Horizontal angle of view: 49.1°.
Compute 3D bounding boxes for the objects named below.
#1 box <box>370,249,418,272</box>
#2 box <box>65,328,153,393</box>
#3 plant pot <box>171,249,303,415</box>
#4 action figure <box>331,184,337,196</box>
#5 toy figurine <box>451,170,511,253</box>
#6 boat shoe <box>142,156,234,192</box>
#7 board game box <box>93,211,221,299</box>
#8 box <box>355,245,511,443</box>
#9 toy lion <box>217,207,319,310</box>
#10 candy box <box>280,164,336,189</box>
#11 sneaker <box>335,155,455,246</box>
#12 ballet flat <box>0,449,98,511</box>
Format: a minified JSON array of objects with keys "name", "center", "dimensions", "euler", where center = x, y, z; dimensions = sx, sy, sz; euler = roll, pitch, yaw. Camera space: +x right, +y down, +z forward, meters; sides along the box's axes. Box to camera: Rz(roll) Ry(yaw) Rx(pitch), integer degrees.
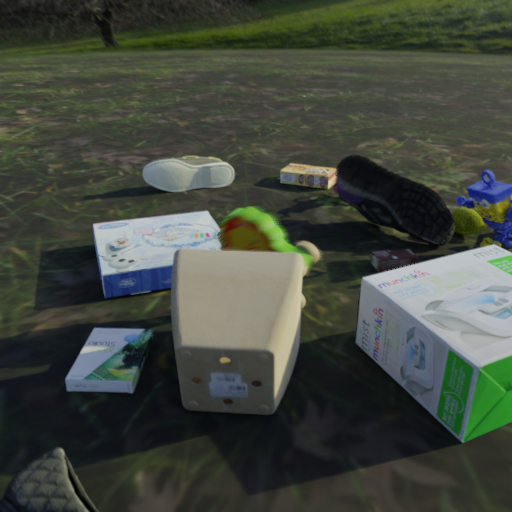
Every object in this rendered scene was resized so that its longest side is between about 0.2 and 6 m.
[{"name":"box","center":[2.580,0.085,10.482],"dimensions":[0.771,0.289,0.386],"euler":[-3,26,-10]},{"name":"box","center":[-1.993,1.423,7.761],"dimensions":[0.894,0.225,1.238],"euler":[1,27,2]},{"name":"plant pot","center":[-0.283,1.038,7.101],"dimensions":[1.685,1.687,1.493],"euler":[2,36,4]},{"name":"action figure","center":[2.254,-1.795,13.467],"dimensions":[1.286,0.862,0.958],"euler":[-20,48,-27]},{"name":"toy figurine","center":[4.686,-1.081,10.906],"dimensions":[1.408,1.599,2.669],"euler":[-32,25,-4]},{"name":"boat shoe","center":[-1.794,-2.165,14.557],"dimensions":[2.375,0.849,0.710],"euler":[-3,25,-20]},{"name":"board game box","center":[-1.776,-0.116,10.601],"dimensions":[2.395,0.519,2.383],"euler":[-8,27,-16]},{"name":"box","center":[3.005,1.007,7.532],"dimensions":[2.506,1.212,2.211],"euler":[-12,30,-22]},{"name":"toy lion","center":[0.081,0.088,8.510],"dimensions":[1.558,1.626,0.558],"euler":[28,46,19]},{"name":"candy box","center":[1.408,-2.134,14.965],"dimensions":[1.358,0.375,0.784],"euler":[11,28,22]},{"name":"sneaker","center":[2.925,-1.053,11.963],"dimensions":[2.760,1.208,1.045],"euler":[38,75,19]},{"name":"ballet flat","center":[-1.212,2.410,4.840],"dimensions":[2.692,0.895,0.765],"euler":[14,51,31]}]
